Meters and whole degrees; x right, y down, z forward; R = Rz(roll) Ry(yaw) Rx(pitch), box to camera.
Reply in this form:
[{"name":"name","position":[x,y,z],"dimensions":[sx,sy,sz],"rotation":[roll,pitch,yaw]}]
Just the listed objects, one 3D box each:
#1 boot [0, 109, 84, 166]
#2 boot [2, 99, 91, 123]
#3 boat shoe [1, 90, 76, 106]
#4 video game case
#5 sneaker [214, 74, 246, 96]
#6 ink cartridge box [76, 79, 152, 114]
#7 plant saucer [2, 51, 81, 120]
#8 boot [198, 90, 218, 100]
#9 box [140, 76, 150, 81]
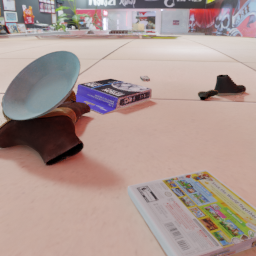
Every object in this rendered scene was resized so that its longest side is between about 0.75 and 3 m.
[{"name":"boot","position":[-2.519,0.343,7.686],"dimensions":[2.286,0.827,1.901],"rotation":[-24,43,-14]},{"name":"boot","position":[-2.819,-0.567,9.943],"dimensions":[2.506,0.907,2.084],"rotation":[10,19,15]},{"name":"boat shoe","position":[-3.514,-1.268,11.187],"dimensions":[2.849,1.003,1.002],"rotation":[-4,26,-10]},{"name":"video game case","position":[1.299,1.566,5.385],"dimensions":[2.009,0.253,2.208],"rotation":[-8,22,-19]},{"name":"sneaker","position":[4.892,-2.066,13.179],"dimensions":[1.760,0.935,0.658],"rotation":[-10,25,-21]},{"name":"ink cartridge box","position":[-0.896,-1.510,12.317],"dimensions":[2.786,0.605,2.760],"rotation":[-22,32,-40]},{"name":"plant saucer","position":[-2.420,-1.164,8.154],"dimensions":[2.611,0.503,2.611],"rotation":[-14,50,18]},{"name":"boot","position":[3.617,-1.440,12.565],"dimensions":[0.892,0.346,0.617],"rotation":[-9,26,12]},{"name":"box","position":[0.968,-2.847,16.071],"dimensions":[0.425,0.134,0.772],"rotation":[-3,23,-8]}]
